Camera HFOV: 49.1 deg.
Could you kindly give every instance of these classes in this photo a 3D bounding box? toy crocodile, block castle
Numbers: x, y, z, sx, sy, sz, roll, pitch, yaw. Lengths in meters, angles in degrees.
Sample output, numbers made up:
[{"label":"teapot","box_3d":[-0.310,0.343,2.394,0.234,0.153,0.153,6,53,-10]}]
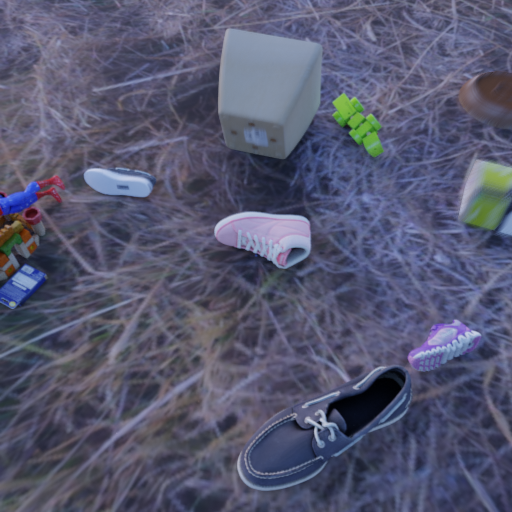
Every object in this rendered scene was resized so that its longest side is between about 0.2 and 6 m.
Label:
[{"label":"toy crocodile","box_3d":[2.437,-3.170,13.380,0.693,0.634,2.052,-41,51,15]},{"label":"block castle","box_3d":[-5.247,-0.358,11.121,1.256,0.882,1.880,23,57,16]}]

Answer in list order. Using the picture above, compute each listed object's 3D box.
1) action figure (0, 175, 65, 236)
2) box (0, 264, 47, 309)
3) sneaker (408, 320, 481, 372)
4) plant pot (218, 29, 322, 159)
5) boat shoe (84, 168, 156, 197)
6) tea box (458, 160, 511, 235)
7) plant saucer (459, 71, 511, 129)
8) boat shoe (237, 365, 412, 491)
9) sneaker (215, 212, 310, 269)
[{"label":"action figure","box_3d":[-4.858,-0.794,11.278,2.294,0.748,1.135,-25,71,-37]},{"label":"box","box_3d":[-4.572,0.612,10.860,0.552,0.148,0.911,24,56,17]},{"label":"sneaker","box_3d":[3.247,1.549,9.966,1.427,0.574,0.631,-18,49,-18]},{"label":"plant pot","box_3d":[0.185,-3.502,12.779,2.182,2.180,1.932,14,70,10]},{"label":"boat shoe","box_3d":[-2.975,-1.695,12.321,1.579,0.566,0.535,8,40,13]},{"label":"tea box","box_3d":[5.012,-1.239,11.732,1.200,0.815,1.220,19,49,13]},{"label":"plant saucer","box_3d":[6.259,-4.034,14.168,2.122,0.365,2.122,0,54,1]},{"label":"boat shoe","box_3d":[1.119,2.590,8.875,3.150,0.988,1.144,-22,57,-16]},{"label":"sneaker","box_3d":[0.166,-0.280,11.144,1.953,0.735,1.021,-1,48,-6]}]
